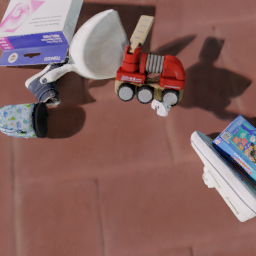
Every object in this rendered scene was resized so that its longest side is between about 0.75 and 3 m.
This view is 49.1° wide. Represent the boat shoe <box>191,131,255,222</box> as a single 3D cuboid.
[{"bbox_3d":[2.567,1.352,7.959,0.941,1.036,2.817,-49,58,24],"label":"boat shoe"}]

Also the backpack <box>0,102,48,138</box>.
[{"bbox_3d":[-3.281,-0.238,8.566,1.396,1.073,1.139,-3,78,16],"label":"backpack"}]

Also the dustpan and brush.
[{"bbox_3d":[-1.368,-2.117,8.749,2.943,2.054,0.842,-36,35,-17],"label":"dustpan and brush"}]

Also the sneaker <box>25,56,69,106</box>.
[{"bbox_3d":[-2.303,-1.456,8.994,1.699,0.646,1.227,-39,65,-2],"label":"sneaker"}]

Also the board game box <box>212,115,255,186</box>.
[{"bbox_3d":[3.587,0.676,8.202,1.909,0.430,1.452,46,53,14],"label":"board game box"}]

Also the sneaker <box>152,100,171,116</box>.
[{"bbox_3d":[1.001,-0.514,7.661,0.477,0.830,0.312,15,109,-25],"label":"sneaker"}]

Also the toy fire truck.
[{"bbox_3d":[0.742,-2.043,8.445,2.044,1.494,2.322,8,117,3],"label":"toy fire truck"}]

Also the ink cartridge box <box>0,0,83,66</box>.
[{"bbox_3d":[-2.991,-3.433,9.196,2.794,0.616,2.846,2,68,23],"label":"ink cartridge box"}]
